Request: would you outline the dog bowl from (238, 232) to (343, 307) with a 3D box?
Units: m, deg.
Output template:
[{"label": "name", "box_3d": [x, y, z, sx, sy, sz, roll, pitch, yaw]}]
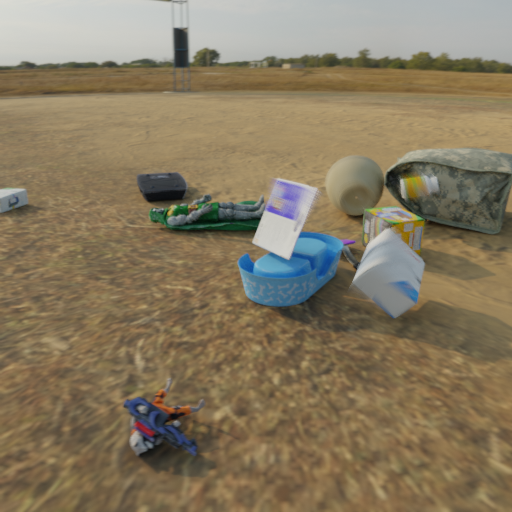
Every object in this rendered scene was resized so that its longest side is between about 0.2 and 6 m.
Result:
[{"label": "dog bowl", "box_3d": [0.666, 0.209, 10.228, 1.385, 0.616, 2.485, 12, 25, 28]}]

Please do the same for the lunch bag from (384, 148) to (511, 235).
[{"label": "lunch bag", "box_3d": [4.751, -1.803, 13.917, 2.933, 1.724, 2.406, 14, 25, 21]}]

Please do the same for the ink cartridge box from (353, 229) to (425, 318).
[{"label": "ink cartridge box", "box_3d": [2.201, 0.265, 9.168, 0.924, 0.542, 1.262, 42, 35, -4]}]

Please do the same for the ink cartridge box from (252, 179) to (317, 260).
[{"label": "ink cartridge box", "box_3d": [0.554, -0.633, 9.789, 0.286, 1.304, 1.316, 20, 4, -31]}]

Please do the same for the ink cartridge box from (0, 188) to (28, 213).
[{"label": "ink cartridge box", "box_3d": [-6.691, -1.490, 14.887, 0.700, 0.421, 0.963, 7, 21, 20]}]

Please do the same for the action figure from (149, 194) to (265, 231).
[{"label": "action figure", "box_3d": [-1.162, -1.013, 13.326, 2.775, 0.759, 1.639, -5, 24, -2]}]

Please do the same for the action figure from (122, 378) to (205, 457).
[{"label": "action figure", "box_3d": [-1.000, 1.910, 6.286, 0.975, 0.510, 0.943, 37, 42, 16]}]

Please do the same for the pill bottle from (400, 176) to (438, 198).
[{"label": "pill bottle", "box_3d": [3.736, -1.589, 12.836, 0.789, 0.438, 0.438, -7, 19, 13]}]

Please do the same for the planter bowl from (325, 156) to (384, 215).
[{"label": "planter bowl", "box_3d": [2.471, -1.623, 13.935, 1.487, 1.487, 1.001, 2, 31, 6]}]

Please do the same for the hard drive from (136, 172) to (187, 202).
[{"label": "hard drive", "box_3d": [-2.740, -2.018, 16.232, 1.370, 0.430, 2.031, -6, 22, -14]}]

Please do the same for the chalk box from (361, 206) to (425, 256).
[{"label": "chalk box", "box_3d": [2.798, -0.543, 11.862, 0.832, 0.836, 1.344, -7, 24, -19]}]

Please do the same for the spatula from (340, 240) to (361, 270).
[{"label": "spatula", "box_3d": [1.918, 0.044, 11.074, 0.682, 0.248, 2.414, -13, 25, -13]}]
